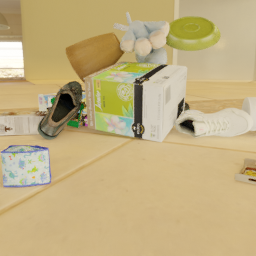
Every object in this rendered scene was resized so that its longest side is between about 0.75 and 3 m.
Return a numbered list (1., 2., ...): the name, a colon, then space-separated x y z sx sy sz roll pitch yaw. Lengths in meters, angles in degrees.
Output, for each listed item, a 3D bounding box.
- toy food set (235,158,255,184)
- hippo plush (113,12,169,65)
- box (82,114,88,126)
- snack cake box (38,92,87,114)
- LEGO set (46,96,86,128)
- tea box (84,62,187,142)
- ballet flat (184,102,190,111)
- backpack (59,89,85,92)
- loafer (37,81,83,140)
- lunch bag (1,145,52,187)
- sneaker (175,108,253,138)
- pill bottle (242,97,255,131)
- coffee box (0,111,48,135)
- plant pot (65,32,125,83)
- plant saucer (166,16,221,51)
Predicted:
1. toy food set: 2.742 0.892 5.865 0.769 0.324 1.072 8 15 32
2. hippo plush: 0.556 -3.079 11.077 2.362 1.899 1.882 24 62 30
3. box: -0.532 -0.399 11.459 2.325 0.420 1.662 1 14 8
4. snack cake box: -2.846 -1.242 13.994 2.814 0.946 1.618 -8 16 -32
5. LEGO set: -2.290 -0.668 10.973 1.584 1.218 0.918 5 13 5
6. tea box: 0.365 -1.096 9.845 2.753 1.870 2.798 9 26 22
7. ballet flat: 1.847 -1.048 13.680 2.282 0.776 0.780 5 23 23
8. backpack: -3.421 -1.946 16.947 1.359 1.281 1.666 12 -7 38
9. loafer: -2.081 -0.768 9.472 0.971 0.850 2.703 33 46 -14
10. lunch bag: -1.982 0.743 5.562 0.885 0.752 0.564 0 13 2
11. sneaker: 2.670 -0.041 9.085 2.504 0.976 1.244 -2 16 36
12. pill bottle: 5.230 -0.441 9.118 2.697 1.503 1.503 1 13 9
13. coffee box: -3.559 -0.184 9.835 1.742 0.694 0.996 -2 13 -8
14. plant pot: -1.153 -2.846 10.950 1.894 1.766 1.766 -28 7 13
15. plant saucer: 2.515 -3.870 11.169 2.322 0.361 2.322 -4 49 4
